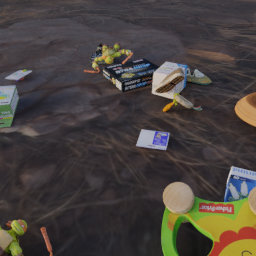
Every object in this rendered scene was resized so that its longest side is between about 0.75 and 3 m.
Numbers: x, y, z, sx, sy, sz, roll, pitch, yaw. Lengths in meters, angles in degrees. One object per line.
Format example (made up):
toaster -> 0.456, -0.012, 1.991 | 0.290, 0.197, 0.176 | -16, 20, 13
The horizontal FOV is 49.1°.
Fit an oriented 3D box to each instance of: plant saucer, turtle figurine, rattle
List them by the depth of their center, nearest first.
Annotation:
turtle figurine -> -2.947, 2.569, 5.997 | 2.424, 0.781, 1.955 | 33, 54, 23
plant saucer -> 5.569, -0.716, 10.520 | 2.867, 0.537, 2.867 | 0, 29, 0
rattle -> 2.248, -0.775, 11.355 | 1.308, 0.935, 0.852 | 25, 5, -32
turtle figurine -> -1.073, -3.858, 14.780 | 2.700, 0.870, 2.177 | -19, 32, 12

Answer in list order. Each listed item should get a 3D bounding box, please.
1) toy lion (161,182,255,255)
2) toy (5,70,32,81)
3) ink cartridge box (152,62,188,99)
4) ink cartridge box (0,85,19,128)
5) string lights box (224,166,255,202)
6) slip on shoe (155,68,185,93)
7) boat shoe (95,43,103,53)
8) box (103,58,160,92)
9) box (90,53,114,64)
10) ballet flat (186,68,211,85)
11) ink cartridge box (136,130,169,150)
toy lion -> 2.053, 2.560, 5.568 | 2.883, 0.990, 2.763 | -2, 54, 22
toy -> -5.346, -2.524, 13.786 | 0.737, 0.302, 1.280 | 5, 33, 13
ink cartridge box -> 1.881, -2.161, 12.562 | 1.088, 1.069, 1.478 | 17, 38, 23
ink cartridge box -> -5.130, -0.880, 11.076 | 1.183, 0.675, 2.278 | -6, 35, -8
string lights box -> 2.974, 1.984, 6.963 | 1.108, 0.636, 2.157 | 13, 37, 18
slip on shoe -> 1.686, -1.935, 11.543 | 0.576, 1.515, 0.459 | 16, 57, -31
boat shoe -> -1.714, -4.659, 16.751 | 0.476, 0.448, 1.326 | 6, 37, 6
box -> 0.294, -2.632, 13.688 | 2.473, 0.569, 1.966 | -18, 39, -24
box -> -1.454, -3.916, 15.789 | 1.280, 0.294, 1.017 | -1, 35, -1
ballet flat -> 3.033, -2.526, 13.477 | 1.981, 0.700, 0.700 | 9, 36, 13
ink cartridge box -> 0.850, 0.454, 9.542 | 1.010, 0.221, 1.020 | 8, 33, 11
